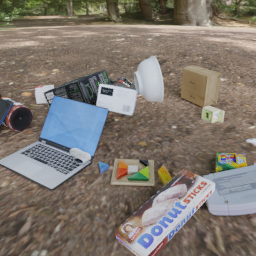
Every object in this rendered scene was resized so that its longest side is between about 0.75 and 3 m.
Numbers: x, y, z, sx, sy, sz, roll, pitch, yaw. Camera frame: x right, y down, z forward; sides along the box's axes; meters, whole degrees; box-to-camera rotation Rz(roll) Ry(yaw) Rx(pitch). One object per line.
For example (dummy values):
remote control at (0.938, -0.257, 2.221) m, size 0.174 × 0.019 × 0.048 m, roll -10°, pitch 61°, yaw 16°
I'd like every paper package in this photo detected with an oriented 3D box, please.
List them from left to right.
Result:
paper package at (3.408, -1.987, 13.318) m, size 0.883 × 1.626 × 1.706 m, roll -16°, pitch 30°, yaw -29°

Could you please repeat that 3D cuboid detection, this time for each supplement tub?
supplement tub at (-4.749, -0.623, 11.170) m, size 1.988 × 1.063 × 1.063 m, roll 21°, pitch 33°, yaw 36°

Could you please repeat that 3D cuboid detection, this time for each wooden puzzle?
wooden puzzle at (0.179, 1.244, 8.227) m, size 2.119 × 0.248 × 1.430 m, roll -2°, pitch 26°, yaw -3°

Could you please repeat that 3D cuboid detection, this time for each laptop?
laptop at (-2.334, 0.275, 8.751) m, size 2.490 × 1.541 × 2.659 m, roll 16°, pitch 30°, yaw 30°

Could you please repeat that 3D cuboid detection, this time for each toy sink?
toy sink at (3.495, -0.529, 11.587) m, size 0.449 × 0.522 × 0.801 m, roll -18°, pitch 32°, yaw -33°

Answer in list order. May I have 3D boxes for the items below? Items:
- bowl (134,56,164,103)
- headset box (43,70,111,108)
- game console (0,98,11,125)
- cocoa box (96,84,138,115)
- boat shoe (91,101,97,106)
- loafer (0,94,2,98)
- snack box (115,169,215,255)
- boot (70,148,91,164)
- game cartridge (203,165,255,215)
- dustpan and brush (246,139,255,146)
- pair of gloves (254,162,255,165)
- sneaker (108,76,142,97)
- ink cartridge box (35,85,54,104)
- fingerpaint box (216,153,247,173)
bowl at (0.698, -1.744, 10.474) m, size 0.802 × 1.784 × 1.784 m, roll -12°, pitch 27°, yaw -7°
headset box at (-2.124, -1.649, 12.544) m, size 2.062 × 1.099 × 2.369 m, roll -10°, pitch 18°, yaw 31°
game console at (-6.005, -0.507, 10.213) m, size 2.709 × 2.312 × 1.603 m, roll 23°, pitch -8°, yaw 39°
cocoa box at (-0.366, -1.019, 9.843) m, size 1.296 × 0.864 × 0.850 m, roll 11°, pitch 10°, yaw 5°
boat shoe at (-0.945, -1.072, 12.439) m, size 1.845 × 0.659 × 0.606 m, roll -22°, pitch 16°, yaw -28°
loafer at (-6.527, -1.240, 12.946) m, size 0.591 × 0.611 × 1.740 m, roll 8°, pitch 27°, yaw 15°
snack box at (0.932, 1.880, 6.446) m, size 0.926 × 0.313 × 2.575 m, roll 23°, pitch 43°, yaw 39°
boot at (-1.572, 0.869, 8.649) m, size 0.826 × 0.304 × 0.395 m, roll 12°, pitch 29°, yaw 30°
game cartridge at (2.924, 1.529, 7.013) m, size 2.070 × 0.419 × 1.380 m, roll -13°, pitch 22°, yaw 7°
dustpan and brush at (5.057, 0.606, 8.999) m, size 2.336 × 0.669 × 1.631 m, roll -4°, pitch 20°, yaw 17°
pair of gloves at (4.037, 1.541, 7.613) m, size 2.139 × 0.244 × 1.720 m, roll 20°, pitch 33°, yaw 38°
sneaker at (-0.163, -2.182, 14.517) m, size 2.300 × 0.942 × 0.886 m, roll 9°, pitch 27°, yaw 18°
ink cartridge box at (-4.120, -1.692, 13.965) m, size 0.933 × 0.541 × 1.265 m, roll -6°, pitch 28°, yaw -13°
fingerpaint box at (3.009, 1.047, 8.215) m, size 0.822 × 0.361 × 0.985 m, roll 2°, pitch 15°, yaw 19°
